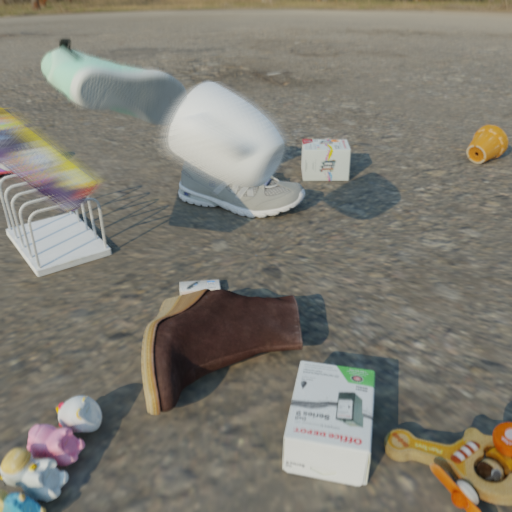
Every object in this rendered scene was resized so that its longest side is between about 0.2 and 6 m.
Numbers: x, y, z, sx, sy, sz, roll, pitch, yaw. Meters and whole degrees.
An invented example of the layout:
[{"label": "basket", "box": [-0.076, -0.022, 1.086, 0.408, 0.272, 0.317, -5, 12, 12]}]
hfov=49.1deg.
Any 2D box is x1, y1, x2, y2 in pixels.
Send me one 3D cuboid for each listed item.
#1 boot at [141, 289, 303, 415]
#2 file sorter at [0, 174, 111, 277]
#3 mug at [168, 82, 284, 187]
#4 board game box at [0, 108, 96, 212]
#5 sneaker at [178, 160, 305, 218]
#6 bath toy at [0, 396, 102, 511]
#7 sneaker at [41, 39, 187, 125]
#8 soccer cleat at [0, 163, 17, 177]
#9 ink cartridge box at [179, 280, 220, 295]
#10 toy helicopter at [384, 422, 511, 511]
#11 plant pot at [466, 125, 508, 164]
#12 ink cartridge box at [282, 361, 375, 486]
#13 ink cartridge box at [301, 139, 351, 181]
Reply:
[{"label": "boot", "box": [-0.397, 1.180, 7.662, 2.075, 0.902, 2.494, -1, 27, 2]}, {"label": "file sorter", "box": [-3.894, -0.746, 10.679, 1.402, 1.258, 2.021, -20, 36, -30]}, {"label": "mug", "box": [-0.402, -1.579, 7.598, 1.344, 1.132, 1.533, 34, 13, 12]}, {"label": "board game box", "box": [-3.428, -1.474, 8.320, 0.576, 2.030, 1.678, -53, 19, -9]}, {"label": "sneaker", "box": [-0.386, -1.620, 12.231, 2.931, 1.202, 1.095, 8, 31, 14]}, {"label": "bath toy", "box": [-2.349, 2.201, 6.283, 0.585, 0.689, 1.584, -28, 18, 28]}, {"label": "sneaker", "box": [-2.550, -3.205, 10.257, 1.562, 0.975, 2.648, 37, 23, 29]}, {"label": "soccer cleat", "box": [-6.758, -2.525, 13.820, 3.126, 1.195, 1.043, -18, 35, -28]}, {"label": "ink cartridge box", "box": [-0.937, 0.627, 9.392, 0.683, 0.153, 0.602, -4, 29, -6]}, {"label": "toy helicopter", "box": [2.185, 2.325, 6.188, 1.618, 0.638, 1.070, 6, 38, 31]}, {"label": "plant pot", "box": [6.057, -2.886, 14.877, 0.825, 0.901, 0.901, -37, 44, -25]}, {"label": "ink cartridge box", "box": [0.897, 1.945, 6.678, 0.978, 0.563, 1.340, 6, 30, 10]}, {"label": "ink cartridge box", "box": [1.727, -2.384, 13.936, 1.156, 0.836, 0.840, 0, 30, 1]}]
